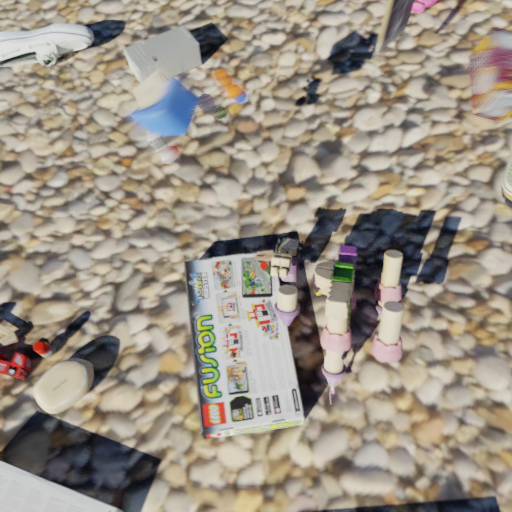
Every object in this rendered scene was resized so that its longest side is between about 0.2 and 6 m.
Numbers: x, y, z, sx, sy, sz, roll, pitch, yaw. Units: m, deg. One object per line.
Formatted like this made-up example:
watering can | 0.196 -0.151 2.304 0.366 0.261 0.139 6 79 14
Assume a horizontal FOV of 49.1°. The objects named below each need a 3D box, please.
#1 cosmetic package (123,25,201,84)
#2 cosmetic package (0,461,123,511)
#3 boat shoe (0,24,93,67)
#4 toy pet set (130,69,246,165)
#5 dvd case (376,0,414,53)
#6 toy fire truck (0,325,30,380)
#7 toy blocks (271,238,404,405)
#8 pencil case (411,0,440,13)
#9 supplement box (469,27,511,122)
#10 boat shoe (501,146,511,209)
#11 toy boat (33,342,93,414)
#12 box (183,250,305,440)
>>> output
cosmetic package | -2.112 -4.561 12.830 1.545 0.697 0.825 -30 63 -12
cosmetic package | -3.317 3.894 8.480 2.359 0.597 0.974 18 64 9
boat shoe | -4.900 -4.749 12.958 2.315 0.851 0.773 -6 83 3
toy pet set | -0.958 -1.996 8.112 1.595 1.490 0.847 -37 56 13
dvd case | 2.531 -4.345 9.985 0.096 1.200 0.892 36 63 20
toy fire truck | -4.483 1.611 9.832 1.253 0.305 0.884 13 63 7
toy blocks | 1.300 1.059 9.495 2.273 1.914 2.125 7 31 11
pencil case | 4.480 -6.779 13.900 1.736 0.788 0.813 -35 84 -20
supplement box | 3.630 -2.724 8.409 0.517 0.666 1.207 12 63 -9
boat shoe | 5.629 -1.997 11.412 0.964 0.805 2.585 21 63 24
toy boat | -3.363 1.983 9.557 1.048 0.580 1.247 -34 75 -12
box | -0.273 1.451 9.776 1.711 0.540 3.109 -7 63 -4
